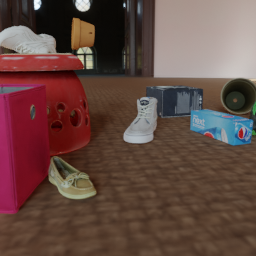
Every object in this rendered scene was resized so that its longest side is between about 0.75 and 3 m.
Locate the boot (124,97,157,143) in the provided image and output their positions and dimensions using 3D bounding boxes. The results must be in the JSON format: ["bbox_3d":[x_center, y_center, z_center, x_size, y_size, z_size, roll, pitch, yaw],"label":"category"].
[{"bbox_3d":[0.443,-0.370,9.051,0.950,1.234,2.582,2,13,10],"label":"boot"}]

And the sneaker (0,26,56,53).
[{"bbox_3d":[-3.665,-3.025,10.626,0.961,1.225,2.466,-31,-17,39],"label":"sneaker"}]

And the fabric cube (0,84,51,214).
[{"bbox_3d":[-2.624,0.217,5.112,1.930,1.924,1.894,0,12,2],"label":"fabric cube"}]

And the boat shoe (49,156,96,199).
[{"bbox_3d":[-1.097,0.923,5.288,0.522,0.450,1.431,-9,16,-35],"label":"boat shoe"}]

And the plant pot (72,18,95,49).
[{"bbox_3d":[-1.572,-3.251,9.787,0.724,1.035,1.035,2,12,-15],"label":"plant pot"}]

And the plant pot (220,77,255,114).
[{"bbox_3d":[5.144,-1.410,13.198,1.659,1.659,1.439,3,-2,12],"label":"plant pot"}]

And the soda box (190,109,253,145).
[{"bbox_3d":[2.894,-0.083,8.946,0.684,0.723,2.131,-5,14,-22],"label":"soda box"}]

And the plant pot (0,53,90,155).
[{"bbox_3d":[-2.567,-0.789,8.032,2.859,2.604,2.859,-2,14,0],"label":"plant pot"}]

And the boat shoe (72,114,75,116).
[{"bbox_3d":[-2.134,-0.293,10.691,0.487,0.458,1.279,-13,5,3],"label":"boat shoe"}]

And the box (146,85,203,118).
[{"bbox_3d":[2.085,-1.275,12.958,1.980,1.249,2.015,-6,14,-16],"label":"box"}]

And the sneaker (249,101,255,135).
[{"bbox_3d":[5.022,-0.351,9.181,2.954,1.153,1.258,-9,16,-34],"label":"sneaker"}]

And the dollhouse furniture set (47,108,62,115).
[{"bbox_3d":[-3.668,-1.025,10.865,2.588,1.684,2.378,6,14,24],"label":"dollhouse furniture set"}]
